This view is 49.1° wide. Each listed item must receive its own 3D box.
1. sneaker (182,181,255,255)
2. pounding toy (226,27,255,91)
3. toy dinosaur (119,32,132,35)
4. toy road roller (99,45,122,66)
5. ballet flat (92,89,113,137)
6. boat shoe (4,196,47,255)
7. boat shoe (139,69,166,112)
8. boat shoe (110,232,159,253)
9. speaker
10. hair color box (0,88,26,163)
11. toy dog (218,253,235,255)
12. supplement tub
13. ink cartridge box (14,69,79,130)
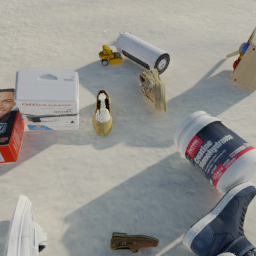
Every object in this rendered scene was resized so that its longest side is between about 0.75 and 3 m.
[{"bbox_3d":[2.871,2.590,6.907,2.522,0.959,1.822,-36,44,-19],"label":"sneaker"},{"bbox_3d":[5.281,-3.117,12.172,1.661,2.151,2.336,25,50,9],"label":"pounding toy"},{"bbox_3d":[-0.106,-4.858,14.939,0.710,0.409,1.404,5,45,3],"label":"toy dinosaur"},{"bbox_3d":[-0.841,-3.485,13.260,1.104,0.806,0.678,-8,45,-8],"label":"toy road roller"},{"bbox_3d":[-0.981,-0.634,10.472,0.753,0.691,2.193,-5,45,-5],"label":"ballet flat"},{"bbox_3d":[-2.469,2.865,6.860,0.925,0.972,2.699,13,30,-24],"label":"boat shoe"},{"bbox_3d":[0.953,-1.472,11.212,0.882,0.975,2.735,-7,35,0],"label":"boat shoe"},{"bbox_3d":[0.160,2.955,7.084,1.237,0.445,0.421,0,49,13],"label":"boat shoe"},{"bbox_3d":[0.645,-3.527,13.110,1.086,1.086,2.675,-32,53,-28],"label":"speaker"},{"bbox_3d":[-4.494,-0.158,9.830,1.512,0.912,2.979,-5,44,-4],"label":"hair color box"},{"bbox_3d":[1.857,4.001,5.479,1.256,1.720,2.608,-24,28,33],"label":"toy dog"},{"bbox_3d":[2.633,0.686,8.437,1.589,1.589,2.265,-25,51,-23],"label":"supplement tub"},{"bbox_3d":[-2.512,-0.801,9.130,1.784,2.467,1.039,-1,70,-9],"label":"ink cartridge box"}]
